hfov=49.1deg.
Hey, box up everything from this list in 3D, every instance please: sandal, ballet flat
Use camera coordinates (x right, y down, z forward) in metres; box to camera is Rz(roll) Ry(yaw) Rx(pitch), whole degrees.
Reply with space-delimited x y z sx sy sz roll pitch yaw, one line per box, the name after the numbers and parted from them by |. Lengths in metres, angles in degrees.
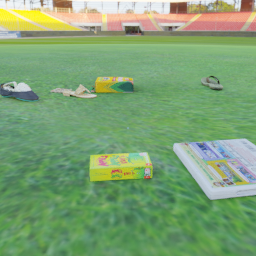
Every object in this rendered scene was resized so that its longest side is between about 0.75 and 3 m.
-2.239 -1.719 12.808 1.638 0.539 0.601 6 21 17 | sandal
-4.867 -1.648 12.357 2.144 0.783 0.783 10 23 25 | ballet flat
4.479 -2.450 14.743 0.775 0.557 1.952 -3 21 -8 | sandal

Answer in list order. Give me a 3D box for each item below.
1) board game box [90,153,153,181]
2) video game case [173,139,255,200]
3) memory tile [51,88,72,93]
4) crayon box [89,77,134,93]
-0.170 0.850 6.231 1.329 0.316 0.675 -2 21 -5 | board game box
2.354 0.826 6.413 2.037 0.247 2.238 -3 21 -9 | video game case
-3.279 -1.837 13.792 0.919 0.077 0.705 8 22 20 | memory tile
-0.829 -2.175 14.020 2.201 0.559 1.397 -1 20 -1 | crayon box
